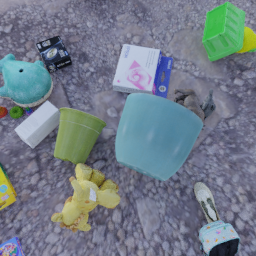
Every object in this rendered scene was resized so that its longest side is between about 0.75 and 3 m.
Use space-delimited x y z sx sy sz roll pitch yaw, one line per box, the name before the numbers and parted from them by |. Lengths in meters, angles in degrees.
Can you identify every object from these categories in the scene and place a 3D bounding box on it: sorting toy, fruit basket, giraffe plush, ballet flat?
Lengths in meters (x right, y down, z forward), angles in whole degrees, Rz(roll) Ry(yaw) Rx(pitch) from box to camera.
sorting toy | -4.874 -0.777 11.744 1.683 0.580 0.583 0 64 1
fruit basket | 4.805 -4.228 13.038 2.623 1.892 2.623 12 73 -41
giraffe plush | -1.528 2.607 9.636 1.965 2.277 1.847 35 103 2
ballet flat | 2.847 2.703 10.051 0.581 0.581 1.673 -19 66 -9

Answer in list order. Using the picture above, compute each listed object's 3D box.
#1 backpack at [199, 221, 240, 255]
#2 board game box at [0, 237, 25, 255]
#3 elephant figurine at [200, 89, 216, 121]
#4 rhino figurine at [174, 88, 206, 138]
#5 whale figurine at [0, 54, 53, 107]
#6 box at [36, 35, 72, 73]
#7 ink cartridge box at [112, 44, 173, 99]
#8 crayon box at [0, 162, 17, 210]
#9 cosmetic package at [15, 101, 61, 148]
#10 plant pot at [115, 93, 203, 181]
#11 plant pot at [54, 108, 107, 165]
backpack | 2.971 3.676 9.170 1.214 1.381 1.059 -14 49 -5
board game box | -4.207 4.394 9.433 1.270 0.284 0.854 -26 67 -12
elephant figurine | 3.320 -0.965 11.585 0.718 1.014 0.787 -30 68 -14
rhino figurine | 2.629 -0.653 11.629 1.011 0.691 2.311 -9 67 -4
whale figurine | -4.618 -2.262 11.908 2.972 1.542 2.364 41 71 18
box | -3.427 -3.432 12.980 1.174 0.617 1.434 -24 67 -10
ink cartridge box | 0.728 -2.598 12.655 2.427 0.526 2.383 9 64 6
crayon box | -4.965 2.256 10.344 1.193 0.477 1.879 -30 68 -14
cosmetic package | -3.515 -0.136 11.223 0.705 0.981 1.738 36 68 15
plant pot | 0.890 0.480 9.988 2.919 2.919 2.343 21 78 9
plant pot | -1.989 0.417 10.653 1.901 1.901 1.805 16 77 8
